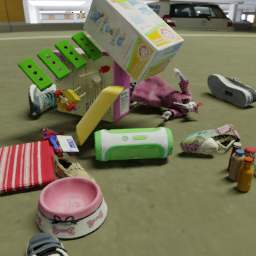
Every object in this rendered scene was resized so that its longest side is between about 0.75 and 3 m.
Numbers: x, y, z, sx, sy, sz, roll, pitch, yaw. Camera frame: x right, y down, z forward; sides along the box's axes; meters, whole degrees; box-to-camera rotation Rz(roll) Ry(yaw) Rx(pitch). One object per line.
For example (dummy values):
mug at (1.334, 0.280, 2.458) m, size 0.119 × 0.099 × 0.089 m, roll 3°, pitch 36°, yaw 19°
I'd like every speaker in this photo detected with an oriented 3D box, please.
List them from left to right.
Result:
speaker at (0.133, 0.422, 7.387) m, size 1.983 × 0.877 × 0.877 m, roll -3°, pitch 24°, yaw -6°

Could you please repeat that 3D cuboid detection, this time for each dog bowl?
dog bowl at (-1.102, 1.472, 5.468) m, size 1.395 × 0.514 × 1.395 m, roll -1°, pitch 24°, yaw 0°

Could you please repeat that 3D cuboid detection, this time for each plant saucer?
plant saucer at (-0.834, -0.514, 8.038) m, size 0.438 × 1.809 × 1.809 m, roll 37°, pitch 12°, yaw -5°

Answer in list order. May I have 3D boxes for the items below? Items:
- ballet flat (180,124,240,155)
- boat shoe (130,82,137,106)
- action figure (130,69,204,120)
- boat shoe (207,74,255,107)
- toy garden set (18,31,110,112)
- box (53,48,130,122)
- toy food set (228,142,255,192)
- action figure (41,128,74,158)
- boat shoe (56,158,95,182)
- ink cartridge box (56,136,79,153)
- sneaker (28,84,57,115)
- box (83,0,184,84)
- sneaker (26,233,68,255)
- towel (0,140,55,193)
ballet flat at (2.424, 0.389, 7.884) m, size 2.001 × 0.692 × 0.712 m, roll -13°, pitch 47°, yaw -29°
boat shoe at (0.169, -1.577, 11.838) m, size 0.964 × 0.855 × 2.578 m, roll 17°, pitch 32°, yaw 37°
action figure at (1.530, -1.021, 10.658) m, size 2.849 × 1.908 × 2.122 m, roll 28°, pitch -9°, yaw 26°
boat shoe at (4.524, -1.731, 12.141) m, size 0.889 × 0.961 × 2.602 m, roll -14°, pitch 27°, yaw -20°
toy garden set at (-1.713, -1.676, 8.554) m, size 2.385 × 0.476 × 1.988 m, roll -38°, pitch 81°, yaw -29°
box at (-1.310, -1.664, 10.353) m, size 2.584 × 2.273 × 1.249 m, roll 11°, pitch 25°, yaw 26°
toy food set at (2.955, 0.745, 6.781) m, size 1.726 × 0.777 × 0.824 m, roll -21°, pitch 31°, yaw -39°
action figure at (-2.137, 0.337, 8.211) m, size 0.564 × 0.445 × 1.723 m, roll -19°, pitch 27°, yaw -31°
boat shoe at (-1.275, 1.035, 6.594) m, size 1.222 × 0.397 × 0.441 m, roll 19°, pitch 30°, yaw 36°
ink cartridge box at (-1.527, 0.441, 7.007) m, size 0.397 × 0.157 × 0.799 m, roll 4°, pitch 24°, yaw -27°
sneaker at (-3.197, -1.296, 11.143) m, size 1.160 × 1.043 × 2.687 m, roll 1°, pitch 24°, yaw -5°
box at (0.144, -2.939, 8.792) m, size 2.702 × 1.369 × 1.520 m, roll 48°, pitch 47°, yaw 12°
sneaker at (-1.188, 1.982, 4.226) m, size 0.597 × 0.604 × 1.521 m, roll -14°, pitch 26°, yaw -26°
towel at (-3.104, 1.016, 6.790) m, size 2.602 × 0.293 × 1.882 m, roll -9°, pitch 27°, yaw -15°
